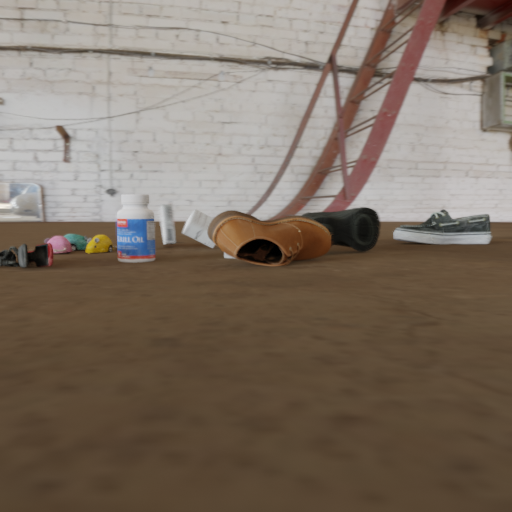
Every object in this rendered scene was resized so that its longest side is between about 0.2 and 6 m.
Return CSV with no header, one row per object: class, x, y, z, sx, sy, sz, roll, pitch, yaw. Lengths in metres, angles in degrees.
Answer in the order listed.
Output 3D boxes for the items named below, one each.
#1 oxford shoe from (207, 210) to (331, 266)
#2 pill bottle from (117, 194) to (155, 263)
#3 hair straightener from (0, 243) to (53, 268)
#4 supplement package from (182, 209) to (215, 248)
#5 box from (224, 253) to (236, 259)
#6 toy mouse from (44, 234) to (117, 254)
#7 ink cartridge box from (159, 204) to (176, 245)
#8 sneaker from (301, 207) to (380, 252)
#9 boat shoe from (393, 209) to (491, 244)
oxford shoe,0.406,-0.130,9.167,2.448,0.873,0.872,1,34,-38
pill bottle,-2.085,-0.480,9.698,0.649,1.156,0.649,-1,5,0
hair straightener,-3.788,-0.032,8.780,0.771,0.410,2.003,-3,5,-33
supplement package,-1.187,-0.614,12.690,0.791,0.464,0.462,26,-41,-14
box,-0.248,-0.207,10.486,0.568,0.486,0.565,2,5,23
toy mouse,-3.939,-0.261,11.855,1.719,0.374,1.934,2,5,21
ink cartridge box,-2.156,-0.741,13.626,0.294,0.953,1.174,-6,1,-9
sneaker,1.529,-0.602,11.566,2.512,0.954,1.140,-3,13,-36
boat shoe,4.930,-0.781,14.898,2.596,0.921,0.936,0,5,-5
